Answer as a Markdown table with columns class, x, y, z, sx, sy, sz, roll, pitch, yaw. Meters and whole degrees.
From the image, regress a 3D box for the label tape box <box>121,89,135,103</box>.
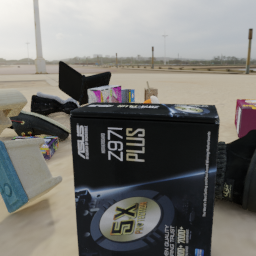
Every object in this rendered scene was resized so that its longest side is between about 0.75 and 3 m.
| class | x | y | z | sx | sy | sz | roll | pitch | yaw |
| --- | --- | --- | --- | --- | --- | --- | --- | --- | --- |
| label tape box | -0.166 | -1.874 | 16.258 | 1.068 | 0.770 | 0.338 | -4 | 12 | -17 |

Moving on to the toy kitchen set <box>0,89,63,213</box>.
| class | x | y | z | sx | sy | sz | roll | pitch | yaw |
| --- | --- | --- | --- | --- | --- | --- | --- | --- | --- |
| toy kitchen set | -2.947 | 0.806 | 5.304 | 2.798 | 2.241 | 1.648 | -36 | -13 | 39 |

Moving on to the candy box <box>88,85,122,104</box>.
| class | x | y | z | sx | sy | sz | roll | pitch | yaw |
| --- | --- | --- | --- | --- | --- | --- | --- | --- | --- |
| candy box | -0.892 | -1.006 | 11.479 | 0.609 | 1.361 | 1.995 | 5 | 15 | 22 |

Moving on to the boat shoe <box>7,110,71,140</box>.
| class | x | y | z | sx | sy | sz | roll | pitch | yaw |
| --- | --- | --- | --- | --- | --- | --- | --- | --- | --- |
| boat shoe | -3.134 | -0.082 | 8.921 | 2.882 | 0.903 | 1.054 | 17 | -14 | 15 |

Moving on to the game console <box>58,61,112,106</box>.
| class | x | y | z | sx | sy | sz | roll | pitch | yaw |
| --- | --- | --- | --- | --- | --- | --- | --- | --- | --- |
| game console | -1.930 | -2.039 | 12.263 | 1.893 | 1.253 | 2.153 | -18 | -18 | -21 |

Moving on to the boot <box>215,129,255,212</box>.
| class | x | y | z | sx | sy | sz | roll | pitch | yaw |
| --- | --- | --- | --- | --- | --- | --- | --- | --- | --- |
| boot | 1.770 | 0.548 | 5.750 | 2.125 | 1.070 | 2.843 | 8 | 16 | 29 |

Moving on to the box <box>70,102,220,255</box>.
| class | x | y | z | sx | sy | sz | roll | pitch | yaw |
| --- | --- | --- | --- | --- | --- | --- | --- | --- | --- |
| box | 0.225 | 0.686 | 3.400 | 1.577 | 1.926 | 0.829 | 4 | 14 | 14 |

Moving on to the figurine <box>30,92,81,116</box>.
| class | x | y | z | sx | sy | sz | roll | pitch | yaw |
| --- | --- | --- | --- | --- | --- | --- | --- | --- | --- |
| figurine | -3.237 | -1.051 | 13.020 | 2.144 | 0.946 | 2.197 | 6 | 12 | -10 |

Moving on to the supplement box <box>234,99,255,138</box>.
| class | x | y | z | sx | sy | sz | roll | pitch | yaw |
| --- | --- | --- | --- | --- | --- | --- | --- | --- | --- |
| supplement box | 4.406 | -0.356 | 9.581 | 1.275 | 0.990 | 2.312 | 4 | 14 | 16 |

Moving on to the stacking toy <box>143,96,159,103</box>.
| class | x | y | z | sx | sy | sz | roll | pitch | yaw |
| --- | --- | --- | --- | --- | --- | --- | --- | --- | --- |
| stacking toy | 0.059 | 0.110 | 7.771 | 2.115 | 1.545 | 1.545 | -17 | 12 | 8 |

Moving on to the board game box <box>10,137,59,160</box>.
| class | x | y | z | sx | sy | sz | roll | pitch | yaw |
| --- | --- | --- | --- | --- | --- | --- | --- | --- | --- |
| board game box | -2.555 | 0.522 | 7.418 | 1.213 | 0.344 | 1.003 | 0 | 16 | 0 |

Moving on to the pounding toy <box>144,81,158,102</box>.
| class | x | y | z | sx | sy | sz | roll | pitch | yaw |
| --- | --- | --- | --- | --- | --- | --- | --- | --- | --- |
| pounding toy | 1.294 | -1.816 | 14.820 | 0.690 | 1.325 | 1.508 | -1 | 14 | -4 |
